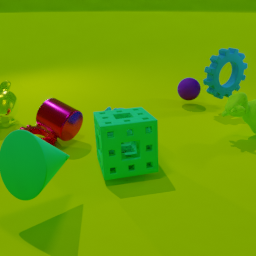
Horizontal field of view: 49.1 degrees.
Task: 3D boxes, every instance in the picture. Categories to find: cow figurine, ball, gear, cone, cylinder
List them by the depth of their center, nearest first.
[{"bbox_3d":[-1.469,0.592,5.122,1.174,1.174,1.179,15,10,29],"label":"cone"},{"bbox_3d":[-1.882,-0.238,7.753,0.928,0.928,0.928,27,34,20],"label":"cylinder"},{"bbox_3d":[-2.557,0.234,7.920,1.072,0.198,1.072,14,23,-6],"label":"gear"},{"bbox_3d":[3.508,-0.360,8.008,1.524,1.549,0.850,-30,3,-24],"label":"cow figurine"},{"bbox_3d":[3.373,-1.871,9.672,1.699,1.699,0.314,-12,27,-24],"label":"gear"},{"bbox_3d":[2.302,-1.468,10.583,0.862,0.862,0.862,0,25,0],"label":"ball"}]

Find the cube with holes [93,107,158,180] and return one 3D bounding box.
[{"bbox_3d":[-0.080,0.306,6.634,1.247,1.247,1.247,-7,19,-12],"label":"cube with holes"}]

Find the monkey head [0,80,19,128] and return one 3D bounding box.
[{"bbox_3d":[-4.119,-0.650,8.885,1.230,1.031,1.710,2,57,-6],"label":"monkey head"}]

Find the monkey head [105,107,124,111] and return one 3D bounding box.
[{"bbox_3d":[-0.292,-0.054,8.315,0.954,1.139,1.583,25,-6,-40],"label":"monkey head"}]
